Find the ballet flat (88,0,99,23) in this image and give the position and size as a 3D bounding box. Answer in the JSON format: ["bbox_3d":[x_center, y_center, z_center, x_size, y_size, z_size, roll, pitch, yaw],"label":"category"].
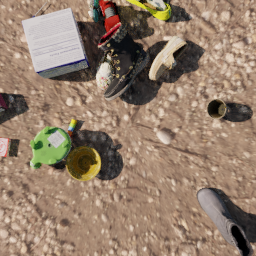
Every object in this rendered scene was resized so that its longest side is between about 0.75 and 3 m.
[{"bbox_3d":[-1.478,-5.040,11.934,0.437,0.437,1.215,2,85,0],"label":"ballet flat"}]

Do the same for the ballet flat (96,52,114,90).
[{"bbox_3d":[-0.802,-2.758,11.545,0.881,0.745,2.330,15,86,3],"label":"ballet flat"}]

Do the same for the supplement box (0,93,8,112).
[{"bbox_3d":[-5.834,-0.868,11.460,1.420,0.608,0.784,-26,86,-2],"label":"supplement box"}]

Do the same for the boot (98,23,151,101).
[{"bbox_3d":[-0.466,-2.559,10.952,2.603,0.952,1.960,-49,125,-7],"label":"boot"}]

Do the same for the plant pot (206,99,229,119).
[{"bbox_3d":[3.704,-0.765,11.342,0.821,0.712,0.821,2,93,40],"label":"plant pot"}]

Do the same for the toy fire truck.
[{"bbox_3d":[-0.594,-4.678,11.214,1.078,1.676,1.475,-17,85,-1],"label":"toy fire truck"}]

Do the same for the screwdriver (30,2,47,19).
[{"bbox_3d":[-3.925,-4.896,11.967,0.199,0.191,1.366,36,90,-27],"label":"screwdriver"}]

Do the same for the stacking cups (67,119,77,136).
[{"bbox_3d":[-2.341,0.054,11.600,0.248,0.248,0.819,19,89,1],"label":"stacking cups"}]

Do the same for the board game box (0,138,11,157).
[{"bbox_3d":[-5.388,0.755,11.531,0.989,0.229,0.749,6,86,0],"label":"board game box"}]

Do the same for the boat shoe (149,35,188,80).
[{"bbox_3d":[1.667,-2.793,11.428,0.735,0.783,2.125,32,86,23],"label":"boat shoe"}]

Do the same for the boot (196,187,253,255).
[{"bbox_3d":[3.695,3.455,10.580,0.908,1.712,2.601,-37,87,-1],"label":"boot"}]

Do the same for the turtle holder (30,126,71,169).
[{"bbox_3d":[-2.986,0.858,10.987,1.397,1.305,1.838,16,87,0],"label":"turtle holder"}]

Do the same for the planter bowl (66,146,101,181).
[{"bbox_3d":[-1.750,1.417,11.310,1.383,0.576,1.383,0,85,0],"label":"planter bowl"}]

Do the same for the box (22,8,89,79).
[{"bbox_3d":[-2.883,-3.375,11.374,2.026,1.156,2.203,-16,85,-2],"label":"box"}]

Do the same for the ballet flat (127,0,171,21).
[{"bbox_3d":[0.776,-5.408,11.704,2.446,0.820,0.817,34,86,3],"label":"ballet flat"}]
